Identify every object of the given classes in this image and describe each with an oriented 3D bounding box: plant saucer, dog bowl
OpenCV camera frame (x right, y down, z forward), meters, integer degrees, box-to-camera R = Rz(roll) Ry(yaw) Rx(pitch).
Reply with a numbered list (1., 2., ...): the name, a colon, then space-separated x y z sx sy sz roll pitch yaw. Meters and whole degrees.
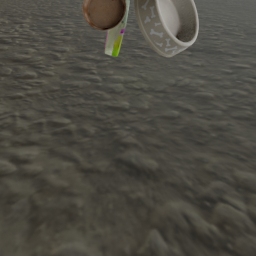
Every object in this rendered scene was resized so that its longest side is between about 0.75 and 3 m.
1. plant saucer: -0.530 -2.722 6.396 1.017 1.017 0.175 4 5 6
2. dog bowl: 1.344 -3.604 8.922 0.748 2.552 2.552 -8 21 45

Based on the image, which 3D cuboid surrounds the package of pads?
1. package of pads: -0.433 -3.698 10.234 0.594 1.741 1.345 10 63 -9
